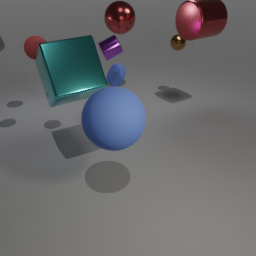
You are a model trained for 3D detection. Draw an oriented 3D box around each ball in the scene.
[{"bbox_3d":[-0.310,-0.202,6.130,1.400,1.400,1.400,0,29,0],"label":"ball"},{"bbox_3d":[-0.359,-4.908,12.479,1.400,1.400,1.400,0,29,0],"label":"ball"},{"bbox_3d":[-2.701,-2.360,8.254,0.700,0.700,0.700,0,29,0],"label":"ball"},{"bbox_3d":[2.253,-3.839,12.581,0.700,0.700,0.700,0,29,0],"label":"ball"}]

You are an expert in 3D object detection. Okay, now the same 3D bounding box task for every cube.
[{"bbox_3d":[-1.574,-1.496,7.605,1.400,1.400,1.400,-18,1,-22],"label":"cube"}]

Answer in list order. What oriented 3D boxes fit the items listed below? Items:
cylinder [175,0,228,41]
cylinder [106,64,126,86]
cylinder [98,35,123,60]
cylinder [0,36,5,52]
[{"bbox_3d":[2.767,-4.122,10.617,1.400,1.400,1.400,-20,35,-30],"label":"cylinder"},{"bbox_3d":[-0.485,-2.213,11.657,0.700,0.700,0.700,5,39,9],"label":"cylinder"},{"bbox_3d":[-0.650,-2.977,10.392,0.700,0.700,0.700,-28,32,0],"label":"cylinder"},{"bbox_3d":[-4.976,-3.207,10.218,0.700,0.700,0.700,-1,55,2],"label":"cylinder"}]
